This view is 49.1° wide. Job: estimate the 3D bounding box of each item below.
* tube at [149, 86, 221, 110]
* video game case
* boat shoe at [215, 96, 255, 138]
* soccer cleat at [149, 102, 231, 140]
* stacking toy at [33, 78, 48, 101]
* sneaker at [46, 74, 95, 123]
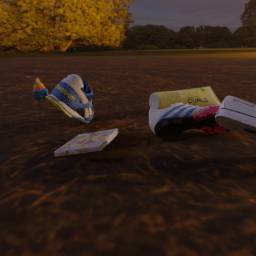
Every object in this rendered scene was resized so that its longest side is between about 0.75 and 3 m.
[{"bbox_3d":[2.175,-1.063,10.343,2.858,0.829,0.742,-7,9,-24],"label":"tube"},{"bbox_3d":[-0.931,0.321,6.604,1.148,0.144,1.261,-9,14,20],"label":"video game case"},{"bbox_3d":[3.190,-0.129,6.243,2.335,0.763,0.859,24,-16,15],"label":"boat shoe"},{"bbox_3d":[1.776,-0.366,7.705,2.518,0.879,1.087,-6,39,-12],"label":"soccer cleat"},{"bbox_3d":[-3.336,-1.528,10.466,0.535,0.565,0.974,-13,57,-17],"label":"stacking toy"},{"bbox_3d":[-1.405,-0.828,8.206,0.955,1.062,2.583,33,-1,6],"label":"sneaker"}]
